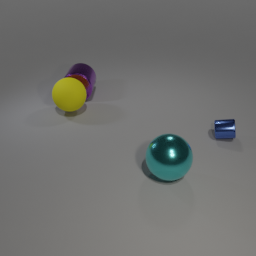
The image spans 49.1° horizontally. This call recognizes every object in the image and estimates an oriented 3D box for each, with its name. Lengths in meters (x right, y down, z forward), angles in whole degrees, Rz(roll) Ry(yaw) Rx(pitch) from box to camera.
[{"bbox_3d":[1.219,0.861,8.337,1.400,1.400,1.400,0,32,0],"label":"ball"},{"bbox_3d":[3.547,0.034,10.234,0.700,0.700,0.700,-3,30,20],"label":"cylinder"},{"bbox_3d":[-2.274,-2.146,13.120,1.400,1.400,1.400,1,32,2],"label":"cylinder"},{"bbox_3d":[-2.440,-1.388,11.659,1.400,1.400,1.400,0,32,0],"label":"ball"}]
